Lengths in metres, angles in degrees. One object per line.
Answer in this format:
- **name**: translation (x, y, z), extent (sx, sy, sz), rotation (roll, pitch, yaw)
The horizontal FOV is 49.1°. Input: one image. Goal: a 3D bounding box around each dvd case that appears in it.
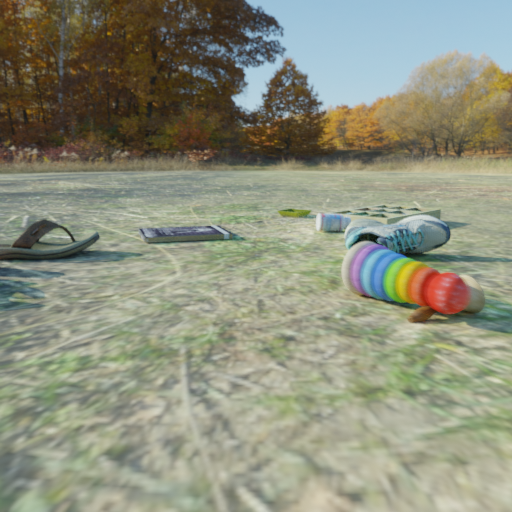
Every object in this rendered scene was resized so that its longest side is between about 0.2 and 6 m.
- **dvd case**: translation (-1.765, -0.543, 13.748), extent (2.090, 0.167, 1.554), rotation (-4, 11, -17)

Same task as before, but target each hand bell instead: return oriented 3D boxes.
- **hand bell**: translation (2.385, 0.664, 7.259), extent (1.033, 0.538, 0.538), rotation (-20, 18, -22)

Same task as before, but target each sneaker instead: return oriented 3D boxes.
- **sneaker**: translation (2.813, -0.273, 11.303), extent (2.122, 0.823, 0.916), rotation (-3, 22, 20)

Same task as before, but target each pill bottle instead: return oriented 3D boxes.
- **pill bottle**: translation (2.002, -0.853, 14.495), extent (0.843, 0.459, 0.459), rotation (1, 11, -8)

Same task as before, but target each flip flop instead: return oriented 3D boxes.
- **flip flop**: translation (-4.511, -0.362, 11.304), extent (2.596, 0.747, 1.053), rotation (-2, 11, -9)

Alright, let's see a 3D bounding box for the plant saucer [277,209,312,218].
- **plant saucer**: translation (1.217, -1.347, 17.774), extent (0.824, 0.198, 0.825), rotation (8, 14, 36)

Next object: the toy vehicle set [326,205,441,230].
- **toy vehicle set**: translation (3.631, -1.069, 15.807), extent (1.924, 0.411, 3.097), rotation (10, 15, 41)

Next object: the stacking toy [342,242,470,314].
- **stacking toy**: translation (2.026, 0.329, 7.583), extent (0.818, 0.818, 1.915), rotation (-6, 12, -28)
